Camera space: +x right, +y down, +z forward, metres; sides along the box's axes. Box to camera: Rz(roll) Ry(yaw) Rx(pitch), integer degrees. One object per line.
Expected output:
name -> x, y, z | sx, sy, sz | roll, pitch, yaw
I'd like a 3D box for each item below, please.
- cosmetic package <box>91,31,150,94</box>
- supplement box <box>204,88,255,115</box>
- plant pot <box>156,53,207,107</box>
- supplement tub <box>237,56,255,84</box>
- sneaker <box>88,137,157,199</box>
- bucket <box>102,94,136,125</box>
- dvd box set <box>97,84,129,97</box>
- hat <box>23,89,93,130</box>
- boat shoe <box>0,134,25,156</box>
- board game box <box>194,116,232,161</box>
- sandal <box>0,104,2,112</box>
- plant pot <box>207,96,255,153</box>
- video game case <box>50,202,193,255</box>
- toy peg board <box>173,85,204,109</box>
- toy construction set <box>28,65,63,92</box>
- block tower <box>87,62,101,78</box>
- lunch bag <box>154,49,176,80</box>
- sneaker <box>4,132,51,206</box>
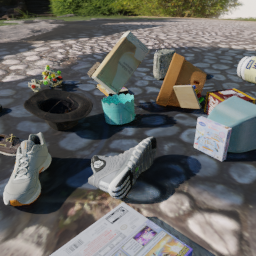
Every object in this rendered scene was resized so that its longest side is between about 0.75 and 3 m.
cosmetic package -> -0.321, -2.851, 12.414 | 1.321, 2.511, 0.893 | 36, -4, -20
supplement box -> 4.303, -0.943, 11.982 | 1.462, 0.971, 1.442 | -8, 29, -16
plant pot -> 2.461, -1.952, 12.760 | 1.689, 2.413, 2.413 | 22, 31, 4
supplement tub -> 7.390, -3.209, 15.784 | 1.457, 1.457, 2.010 | -18, 32, -30
sneaker -> -0.248, 0.917, 8.464 | 1.546, 1.005, 2.677 | 12, 31, 26
bucket -> -0.364, -0.788, 11.561 | 1.440, 0.937, 1.440 | -6, 22, 2
dvd box set -> -0.833, -2.087, 14.973 | 1.160, 0.233, 1.586 | -14, 31, -24
hat -> -2.759, -0.581, 11.259 | 2.640, 1.065, 2.640 | 5, 35, -4
boat shoe -> -4.171, 0.511, 9.640 | 1.929, 0.574, 0.693 | 6, 28, 11
board game box -> 2.782, 0.348, 9.318 | 0.241, 1.168, 1.171 | -20, 34, -35
sandal -> -6.648, -0.660, 11.789 | 1.023, 0.651, 2.721 | 14, 31, 25
plant pot -> 3.600, -0.006, 9.760 | 1.551, 1.522, 1.518 | -20, 33, -22
video game case -> -0.136, 2.668, 5.600 | 1.981, 0.497, 2.185 | 24, 36, 37
toy peg board -> 2.281, -1.238, 10.338 | 0.455, 0.927, 0.931 | -39, 26, -25
toy construction set -> -4.400, -2.674, 15.288 | 1.396, 0.981, 2.129 | 28, 39, 1
block tower -> -1.549, -2.678, 12.810 | 0.224, 0.775, 0.209 | 37, -6, 10
lunch bag -> 2.111, -3.845, 16.791 | 1.163, 1.669, 1.400 | 15, 30, 25
sneaker -> -2.911, 1.053, 7.942 | 0.986, 1.198, 2.604 | -2, 28, -2
